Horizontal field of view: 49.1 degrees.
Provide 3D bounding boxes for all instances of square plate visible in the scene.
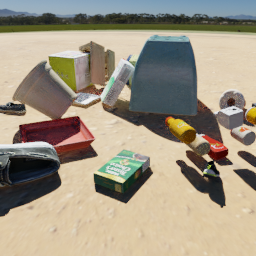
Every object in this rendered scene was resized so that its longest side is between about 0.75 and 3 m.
[{"bbox_3d":[-2.157,-1.373,13.380,1.310,0.188,1.323,12,27,26],"label":"square plate"}]

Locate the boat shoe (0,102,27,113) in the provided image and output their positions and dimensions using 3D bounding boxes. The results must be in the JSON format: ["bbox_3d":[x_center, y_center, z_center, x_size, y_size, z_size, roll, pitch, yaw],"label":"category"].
[{"bbox_3d":[-5.036,-0.931,12.129,1.317,0.407,0.493,8,25,16],"label":"boat shoe"}]

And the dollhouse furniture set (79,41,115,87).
[{"bbox_3d":[-2.206,-3.278,16.766,2.828,2.304,2.689,-8,-10,38],"label":"dollhouse furniture set"}]

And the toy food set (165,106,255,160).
[{"bbox_3d":[2.705,0.021,8.752,2.888,1.379,1.300,-17,27,-12],"label":"toy food set"}]

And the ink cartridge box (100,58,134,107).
[{"bbox_3d":[-0.659,-2.359,13.379,0.634,2.037,2.532,24,17,-23],"label":"ink cartridge box"}]

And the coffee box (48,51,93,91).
[{"bbox_3d":[-3.079,-3.201,15.479,1.765,1.768,1.748,12,27,26],"label":"coffee box"}]

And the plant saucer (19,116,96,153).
[{"bbox_3d":[-2.434,0.276,9.464,2.196,0.403,2.191,-11,26,-22],"label":"plant saucer"}]

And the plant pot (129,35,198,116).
[{"bbox_3d":[1.703,-2.543,12.573,2.936,2.999,2.944,4,24,10],"label":"plant pot"}]

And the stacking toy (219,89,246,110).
[{"bbox_3d":[4.717,-1.065,12.043,1.507,1.101,1.101,-1,18,-45],"label":"stacking toy"}]

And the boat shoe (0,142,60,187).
[{"bbox_3d":[-3.175,0.965,7.118,2.968,1.070,1.053,-13,23,-30],"label":"boat shoe"}]

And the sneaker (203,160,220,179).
[{"bbox_3d":[2.233,1.070,7.344,0.374,0.432,1.043,11,3,23],"label":"sneaker"}]

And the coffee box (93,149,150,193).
[{"bbox_3d":[-0.127,1.127,7.661,0.947,0.339,1.540,14,28,29],"label":"coffee box"}]

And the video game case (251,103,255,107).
[{"bbox_3d":[6.452,-0.750,11.964,1.540,0.217,1.704,-4,25,-7],"label":"video game case"}]

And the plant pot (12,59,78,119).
[{"bbox_3d":[-3.017,-1.276,10.727,1.812,1.979,1.979,38,22,-11],"label":"plant pot"}]

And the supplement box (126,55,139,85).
[{"bbox_3d":[0.985,-3.451,16.508,2.057,1.382,2.059,3,25,6],"label":"supplement box"}]
